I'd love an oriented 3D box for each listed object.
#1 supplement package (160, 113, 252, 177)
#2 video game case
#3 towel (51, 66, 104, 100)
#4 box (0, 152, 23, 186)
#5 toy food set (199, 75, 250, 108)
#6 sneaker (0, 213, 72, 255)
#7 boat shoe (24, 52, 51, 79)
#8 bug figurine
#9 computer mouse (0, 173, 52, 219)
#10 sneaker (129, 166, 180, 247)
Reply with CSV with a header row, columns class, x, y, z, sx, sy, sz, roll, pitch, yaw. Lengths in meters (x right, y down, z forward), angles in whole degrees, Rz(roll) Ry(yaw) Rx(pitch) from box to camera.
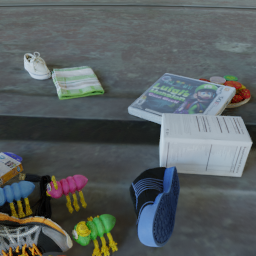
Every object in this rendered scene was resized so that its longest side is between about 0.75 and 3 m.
class,x,y,z,sx,sy,sz,roll,pitch,yaw
supplement package,2.001,0.445,7.669,2.182,1.241,1.195,3,36,3
video game case,1.925,-0.979,10.063,2.926,0.342,2.660,20,49,33
towel,-2.232,-2.055,12.185,1.911,0.393,2.562,-12,36,-15
box,-3.546,1.183,7.437,0.881,0.307,1.480,20,36,28
toy food set,3.745,-1.486,11.187,2.163,0.526,2.141,-9,35,-11
sneaker,-2.105,2.238,5.479,2.107,0.824,0.814,0,38,15
boat shoe,-4.309,-3.047,13.138,0.840,0.969,2.274,-21,39,-28
bug figurine,-1.551,1.842,5.694,2.253,0.748,2.905,-16,43,-32
computer mouse,-2.902,1.568,6.642,2.272,0.523,1.595,-1,35,-2
sneaker,0.456,1.600,6.027,1.018,0.917,2.614,-10,11,20
